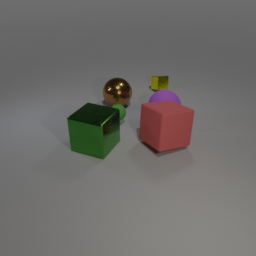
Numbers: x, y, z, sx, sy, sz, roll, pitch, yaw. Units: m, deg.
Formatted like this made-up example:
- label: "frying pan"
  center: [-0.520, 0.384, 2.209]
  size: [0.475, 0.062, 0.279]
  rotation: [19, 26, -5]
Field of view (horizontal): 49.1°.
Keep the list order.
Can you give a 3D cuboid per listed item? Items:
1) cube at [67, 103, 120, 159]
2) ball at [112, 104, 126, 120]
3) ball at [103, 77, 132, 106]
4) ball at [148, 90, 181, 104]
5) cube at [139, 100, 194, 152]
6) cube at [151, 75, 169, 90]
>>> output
- label: "cube"
  center: [-1.207, 0.063, 10.283]
  size: [1.400, 1.400, 1.400]
  rotation: [13, 33, 21]
- label: "ball"
  center: [-0.431, -0.653, 11.849]
  size: [0.700, 0.700, 0.700]
  rotation: [0, 30, 0]
- label: "ball"
  center: [-0.500, -1.681, 13.254]
  size: [1.400, 1.400, 1.400]
  rotation: [0, 30, 0]
- label: "ball"
  center: [1.547, -0.929, 11.908]
  size: [1.400, 1.400, 1.400]
  rotation: [0, 30, 0]
- label: "cube"
  center: [1.380, -0.121, 10.292]
  size: [1.400, 1.400, 1.400]
  rotation: [-9, 24, -28]
- label: "cube"
  center: [1.703, -2.450, 15.065]
  size: [0.700, 0.700, 0.700]
  rotation: [-10, 17, -27]
